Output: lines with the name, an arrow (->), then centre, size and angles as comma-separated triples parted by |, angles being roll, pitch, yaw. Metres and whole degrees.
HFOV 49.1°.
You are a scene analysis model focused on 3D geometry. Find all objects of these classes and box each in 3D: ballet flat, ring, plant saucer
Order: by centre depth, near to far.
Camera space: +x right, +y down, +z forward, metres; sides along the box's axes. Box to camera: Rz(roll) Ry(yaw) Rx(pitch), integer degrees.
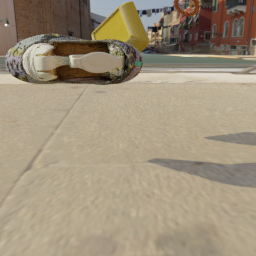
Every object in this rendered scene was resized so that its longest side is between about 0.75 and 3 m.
ballet flat -> -1.148, -1.293, 5.354 | 2.840, 1.022, 1.022 | 1, 18, 5
plant saucer -> -0.324, -2.233, 6.927 | 1.500, 1.500, 0.363 | -34, -31, 30
ring -> 1.670, -3.496, 7.928 | 0.762, 0.762, 0.073 | 13, 64, 36
